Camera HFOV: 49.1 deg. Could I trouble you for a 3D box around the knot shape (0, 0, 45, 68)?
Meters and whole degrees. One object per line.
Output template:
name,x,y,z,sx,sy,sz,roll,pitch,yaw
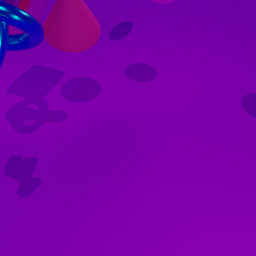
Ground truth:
knot shape,-2.509,-1.806,4.619,1.901,1.779,0.878,-20,35,22

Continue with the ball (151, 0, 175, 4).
ball,0.793,-3.396,6.223,1.161,1.161,1.161,0,42,0

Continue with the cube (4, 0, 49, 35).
cube,-2.783,-2.800,6.270,1.313,1.313,1.313,24,3,-1

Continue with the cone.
cone,-1.216,-2.530,5.896,1.312,1.317,1.312,3,67,-6
